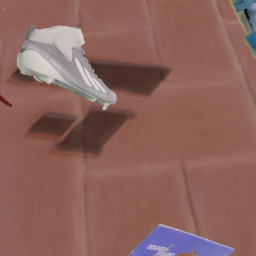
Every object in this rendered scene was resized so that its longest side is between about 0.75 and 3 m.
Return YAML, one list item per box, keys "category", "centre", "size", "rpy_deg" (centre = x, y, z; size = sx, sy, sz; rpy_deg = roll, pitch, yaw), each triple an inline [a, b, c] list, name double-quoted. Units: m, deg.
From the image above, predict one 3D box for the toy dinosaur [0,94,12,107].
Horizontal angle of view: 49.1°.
- category: "toy dinosaur"
  centre: [-2.864, -1.333, 5.087]
  size: [1.912, 1.735, 1.004]
  rpy_deg: [1, 46, -50]

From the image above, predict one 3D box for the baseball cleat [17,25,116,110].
- category: "baseball cleat"
  centre: [-0.821, -1.072, 4.930]
  size: [0.747, 2.141, 1.140]
  rpy_deg: [22, 93, 37]

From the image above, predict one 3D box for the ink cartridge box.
- category: "ink cartridge box"
  centre: [0.164, 2.017, 2.951]
  size: [2.120, 2.095, 0.498]
  rpy_deg: [-44, 47, 10]

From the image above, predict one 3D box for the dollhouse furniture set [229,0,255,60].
- category: "dollhouse furniture set"
  centre: [3.300, -2.454, 5.618]
  size: [2.043, 2.055, 2.916]
  rpy_deg: [-27, 33, 26]
